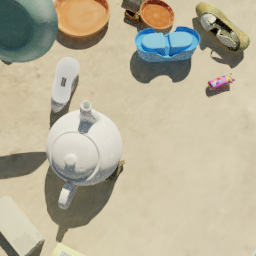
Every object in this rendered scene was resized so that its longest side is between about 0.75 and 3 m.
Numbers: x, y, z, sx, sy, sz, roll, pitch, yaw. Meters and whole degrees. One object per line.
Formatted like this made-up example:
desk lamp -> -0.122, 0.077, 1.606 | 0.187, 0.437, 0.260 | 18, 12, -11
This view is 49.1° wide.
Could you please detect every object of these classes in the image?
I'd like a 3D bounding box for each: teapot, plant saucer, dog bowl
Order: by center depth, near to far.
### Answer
plant saucer -> -3.025, -2.668, 7.042 | 2.463, 2.463, 0.474 | -7, 40, -2
teapot -> -1.439, 0.758, 8.383 | 2.541, 1.880, 2.575 | -27, 99, 14
dog bowl -> 1.433, -3.075, 10.383 | 2.370, 0.587, 1.321 | -4, 58, 1
plant saucer -> 1.132, -4.425, 10.990 | 1.416, 0.229, 1.416 | 4, 71, -12
plant saucer -> -1.822, -4.509, 11.024 | 2.292, 0.429, 2.292 | 0, 73, -1

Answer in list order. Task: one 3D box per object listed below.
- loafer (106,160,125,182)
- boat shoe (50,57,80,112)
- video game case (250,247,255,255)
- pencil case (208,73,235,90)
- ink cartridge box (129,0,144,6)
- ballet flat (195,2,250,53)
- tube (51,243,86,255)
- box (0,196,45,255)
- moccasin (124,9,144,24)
loafer -> -0.398, 1.442, 9.385 | 0.904, 0.344, 0.305 | -45, 80, -1
boat shoe -> -2.333, -1.583, 9.974 | 0.846, 0.751, 2.299 | 23, 51, -15
video game case -> 3.988, 4.847, 8.472 | 1.493, 0.188, 2.085 | 41, 78, 11
pencil case -> 3.382, -1.682, 10.222 | 0.921, 0.407, 0.407 | -20, 75, -3
ink cartridge box -> 0.539, -5.850, 11.376 | 0.831, 0.474, 1.600 | 27, 76, 7
ballet flat -> 3.427, -3.769, 10.544 | 2.563, 0.906, 0.906 | 43, 78, 8
tube -> -1.168, 4.334, 8.452 | 2.466, 0.715, 0.640 | 25, 38, 4
box -> -3.507, 3.058, 8.748 | 0.760, 0.633, 1.851 | -42, 78, -11
moccasin -> 0.297, -4.395, 11.016 | 0.942, 0.364, 0.345 | 33, 76, 7
